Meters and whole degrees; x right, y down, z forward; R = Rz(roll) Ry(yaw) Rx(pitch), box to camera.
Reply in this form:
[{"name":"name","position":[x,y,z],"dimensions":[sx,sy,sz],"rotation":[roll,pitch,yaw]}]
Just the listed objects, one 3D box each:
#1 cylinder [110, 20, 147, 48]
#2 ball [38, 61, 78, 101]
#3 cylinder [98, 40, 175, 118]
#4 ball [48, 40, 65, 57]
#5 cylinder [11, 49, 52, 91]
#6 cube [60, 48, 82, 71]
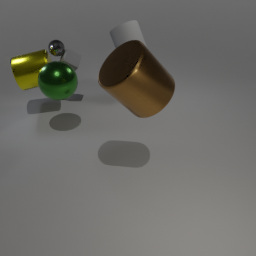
[{"name":"cylinder","position":[0.027,-4.105,13.190],"dimensions":[1.400,1.400,1.400],"rotation":[-22,7,3]},{"name":"ball","position":[-2.506,-1.687,10.045],"dimensions":[1.400,1.400,1.400],"rotation":[0,32,0]},{"name":"cylinder","position":[0.222,-1.178,6.930],"dimensions":[1.400,1.400,1.400],"rotation":[-26,45,29]},{"name":"ball","position":[-3.061,-3.418,11.996],"dimensions":[0.700,0.700,0.700],"rotation":[0,32,0]},{"name":"cylinder","position":[-3.869,-2.394,11.573],"dimensions":[1.400,1.400,1.400],"rotation":[-15,33,-3]},{"name":"cube","position":[-2.551,-2.909,12.240],"dimensions":[0.700,0.700,0.700],"rotation":[23,62,-28]}]
